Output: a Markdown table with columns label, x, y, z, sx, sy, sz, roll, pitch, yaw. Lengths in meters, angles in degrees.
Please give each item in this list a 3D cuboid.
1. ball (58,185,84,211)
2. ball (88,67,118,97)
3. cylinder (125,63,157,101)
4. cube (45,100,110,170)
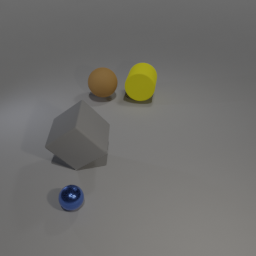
| label | x | y | z | sx | sy | sz | roll | pitch | yaw |
| --- | --- | --- | --- | --- | --- | --- | --- | --- | --- |
| ball | -1.577 | 1.932 | 7.794 | 0.700 | 0.700 | 0.700 | 0 | 33 | 0 |
| ball | -1.193 | -2.153 | 13.242 | 1.400 | 1.400 | 1.400 | 0 | 33 | 0 |
| cylinder | 0.636 | -2.202 | 13.284 | 1.400 | 1.400 | 1.400 | 5 | 33 | 8 |
| cube | -1.589 | 0.240 | 9.142 | 1.400 | 1.400 | 1.400 | -30 | 35 | 25 |
